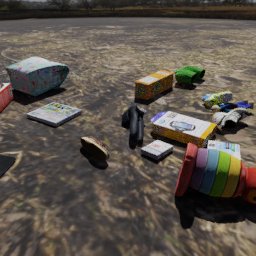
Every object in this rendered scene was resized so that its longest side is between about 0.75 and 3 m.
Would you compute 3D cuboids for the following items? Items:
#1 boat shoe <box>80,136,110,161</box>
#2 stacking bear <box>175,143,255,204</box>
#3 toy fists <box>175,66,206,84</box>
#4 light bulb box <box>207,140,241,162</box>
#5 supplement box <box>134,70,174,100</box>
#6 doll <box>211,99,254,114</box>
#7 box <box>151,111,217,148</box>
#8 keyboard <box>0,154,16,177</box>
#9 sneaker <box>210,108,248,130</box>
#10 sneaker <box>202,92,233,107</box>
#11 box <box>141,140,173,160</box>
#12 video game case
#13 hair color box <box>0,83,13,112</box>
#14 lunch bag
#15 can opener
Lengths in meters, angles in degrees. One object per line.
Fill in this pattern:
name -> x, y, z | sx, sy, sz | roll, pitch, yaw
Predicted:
boat shoe -> -0.953, 0.586, 8.870 | 0.518, 0.519, 1.440 | -21, 27, -32
stacking bear -> 2.443, 1.219, 6.993 | 2.204, 1.339, 1.253 | 15, 30, 11
toy fists -> 3.354, -2.932, 15.480 | 1.130, 0.763, 2.218 | 25, 34, 28
light bulb box -> 2.772, 0.868, 8.214 | 0.920, 0.574, 0.912 | 8, 28, 15
supplement box -> 1.323, -2.168, 13.877 | 0.852, 0.824, 2.477 | 22, 35, 32
doll -> 4.298, -0.862, 11.754 | 1.760, 0.427, 1.201 | -11, 23, -13
box -> 1.912, -0.012, 10.055 | 2.168, 0.450, 1.290 | 17, 32, 29
keyboard -> -4.037, 1.227, 7.963 | 1.035, 0.168, 1.628 | 11, 28, 5
sneaker -> 3.940, -0.263, 10.568 | 1.641, 0.621, 0.719 | -14, 45, -17
sneaker -> 3.987, -1.403, 12.671 | 1.468, 0.556, 0.771 | -14, 30, -24
box -> 0.936, 0.687, 8.958 | 0.668, 0.176, 0.857 | 20, 30, 39
video game case -> -3.013, -0.597, 11.511 | 1.660, 0.183, 1.513 | 15, 31, 29
hair color box -> -5.987, -1.083, 11.746 | 1.362, 0.822, 2.684 | -2, 27, -1
lunch bag -> -4.514, -2.771, 14.336 | 2.100, 1.503, 2.466 | 19, 38, 33
can opener -> 0.311, -0.162, 10.307 | 0.725, 0.900, 2.288 | 34, 21, -22
